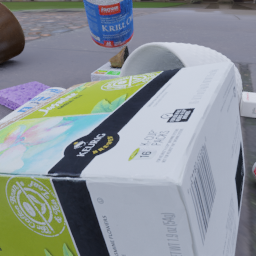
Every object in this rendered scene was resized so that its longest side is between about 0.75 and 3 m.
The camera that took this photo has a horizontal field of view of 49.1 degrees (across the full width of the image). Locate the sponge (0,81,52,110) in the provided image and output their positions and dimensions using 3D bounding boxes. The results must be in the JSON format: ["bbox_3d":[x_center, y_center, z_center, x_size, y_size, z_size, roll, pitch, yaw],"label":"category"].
[{"bbox_3d":[-2.694,-0.819,8.439,2.627,0.392,1.465,23,34,37],"label":"sponge"}]

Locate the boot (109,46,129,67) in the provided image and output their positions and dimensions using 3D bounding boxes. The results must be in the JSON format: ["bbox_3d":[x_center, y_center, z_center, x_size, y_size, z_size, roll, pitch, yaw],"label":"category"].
[{"bbox_3d":[-0.262,-2.317,9.108,0.551,0.538,1.461,-7,26,15],"label":"boot"}]

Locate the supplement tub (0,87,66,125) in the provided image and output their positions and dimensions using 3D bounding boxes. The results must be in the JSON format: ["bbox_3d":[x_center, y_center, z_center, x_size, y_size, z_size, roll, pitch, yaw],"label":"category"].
[{"bbox_3d":[-1.796,0.003,5.907,1.262,1.262,1.913,6,27,11],"label":"supplement tub"}]

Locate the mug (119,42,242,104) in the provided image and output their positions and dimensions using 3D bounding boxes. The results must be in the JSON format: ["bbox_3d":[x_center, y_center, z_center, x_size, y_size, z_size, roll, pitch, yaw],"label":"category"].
[{"bbox_3d":[1.179,-1.031,6.809,2.585,2.177,2.949,-13,37,-41],"label":"mug"}]

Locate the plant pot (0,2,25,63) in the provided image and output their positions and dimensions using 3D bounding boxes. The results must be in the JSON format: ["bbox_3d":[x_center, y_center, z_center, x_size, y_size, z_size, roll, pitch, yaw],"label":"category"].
[{"bbox_3d":[-6.401,-3.608,11.816,2.734,2.734,2.925,10,44,19],"label":"plant pot"}]

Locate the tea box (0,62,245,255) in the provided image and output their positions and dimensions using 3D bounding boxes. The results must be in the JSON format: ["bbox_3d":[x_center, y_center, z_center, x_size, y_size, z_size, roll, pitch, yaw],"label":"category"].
[{"bbox_3d":[-0.139,0.567,3.552,2.765,1.878,2.811,-4,23,28],"label":"tea box"}]

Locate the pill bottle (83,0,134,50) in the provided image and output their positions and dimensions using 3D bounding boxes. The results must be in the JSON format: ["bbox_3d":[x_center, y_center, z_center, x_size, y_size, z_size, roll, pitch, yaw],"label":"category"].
[{"bbox_3d":[-0.632,-4.003,8.886,1.550,2.762,1.550,-2,59,4],"label":"pill bottle"}]

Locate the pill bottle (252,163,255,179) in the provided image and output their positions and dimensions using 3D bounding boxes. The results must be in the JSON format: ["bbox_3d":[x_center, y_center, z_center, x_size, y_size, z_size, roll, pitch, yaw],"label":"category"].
[{"bbox_3d":[2.547,0.971,4.785,0.562,0.562,1.002,3,28,5],"label":"pill bottle"}]

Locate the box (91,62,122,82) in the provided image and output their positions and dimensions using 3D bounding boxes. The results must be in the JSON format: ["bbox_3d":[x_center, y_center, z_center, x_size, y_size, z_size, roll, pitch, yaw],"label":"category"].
[{"bbox_3d":[0.061,-1.479,9.063,1.852,1.015,2.099,6,27,16],"label":"box"}]

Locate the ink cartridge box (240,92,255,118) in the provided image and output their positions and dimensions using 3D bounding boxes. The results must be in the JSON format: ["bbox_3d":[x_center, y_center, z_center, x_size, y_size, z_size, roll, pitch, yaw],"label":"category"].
[{"bbox_3d":[3.827,-0.631,7.965,1.154,0.478,0.846,9,29,17],"label":"ink cartridge box"}]
